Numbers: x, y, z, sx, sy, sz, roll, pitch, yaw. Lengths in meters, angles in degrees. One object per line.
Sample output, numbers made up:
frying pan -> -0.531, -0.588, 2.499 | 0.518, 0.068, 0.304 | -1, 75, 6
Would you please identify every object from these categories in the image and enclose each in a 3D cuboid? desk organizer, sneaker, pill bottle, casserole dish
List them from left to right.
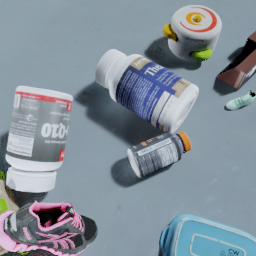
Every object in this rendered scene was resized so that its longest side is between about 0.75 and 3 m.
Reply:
pill bottle -> -2.320, 0.273, 7.260 | 1.428, 1.428, 2.508 | 9, 92, 5
sneaker -> -1.434, 2.110, 6.126 | 1.216, 2.549, 1.007 | -41, 52, 19
pill bottle -> 0.490, -1.214, 8.496 | 2.925, 1.623, 1.623 | 33, 65, 17
pill bottle -> 0.910, 0.675, 7.848 | 1.688, 0.897, 0.897 | -22, 62, -12
casserole dish -> 2.091, 3.012, 6.744 | 2.612, 0.507, 1.582 | 16, 62, 8
sneaker -> 3.632, -0.918, 8.961 | 0.932, 0.550, 0.343 | -17, 63, -8
desk organizer -> 4.204, -2.439, 9.678 | 2.367, 0.849, 0.911 | -41, 66, -21

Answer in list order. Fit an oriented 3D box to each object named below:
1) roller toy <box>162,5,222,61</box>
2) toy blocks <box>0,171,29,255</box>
roller toy -> 2.330, -3.425, 9.951 | 1.894, 1.324, 1.728 | 28, 64, 15
toy blocks -> -3.464, 2.361, 6.911 | 1.482, 1.083, 2.168 | -28, 72, -1
